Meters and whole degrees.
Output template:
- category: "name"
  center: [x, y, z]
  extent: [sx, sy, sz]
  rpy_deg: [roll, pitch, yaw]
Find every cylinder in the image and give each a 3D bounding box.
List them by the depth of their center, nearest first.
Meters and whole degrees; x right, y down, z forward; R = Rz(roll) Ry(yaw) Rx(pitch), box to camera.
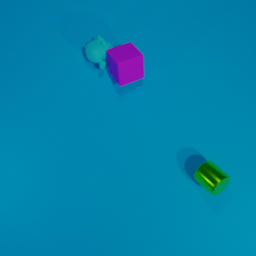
- category: "cylinder"
  center: [2.408, 1.431, 8.028]
  extent: [0.730, 0.730, 0.730]
  rpy_deg: [-42, 51, -4]

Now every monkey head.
- category: "monkey head"
  center: [-0.842, -2.319, 8.598]
  extent: [0.760, 0.907, 1.261]
  rpy_deg: [-48, 57, 17]

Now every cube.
- category: "cube"
  center: [-0.073, -1.883, 8.253]
  extent: [0.819, 0.819, 0.819]
  rpy_deg: [-22, 51, -15]
